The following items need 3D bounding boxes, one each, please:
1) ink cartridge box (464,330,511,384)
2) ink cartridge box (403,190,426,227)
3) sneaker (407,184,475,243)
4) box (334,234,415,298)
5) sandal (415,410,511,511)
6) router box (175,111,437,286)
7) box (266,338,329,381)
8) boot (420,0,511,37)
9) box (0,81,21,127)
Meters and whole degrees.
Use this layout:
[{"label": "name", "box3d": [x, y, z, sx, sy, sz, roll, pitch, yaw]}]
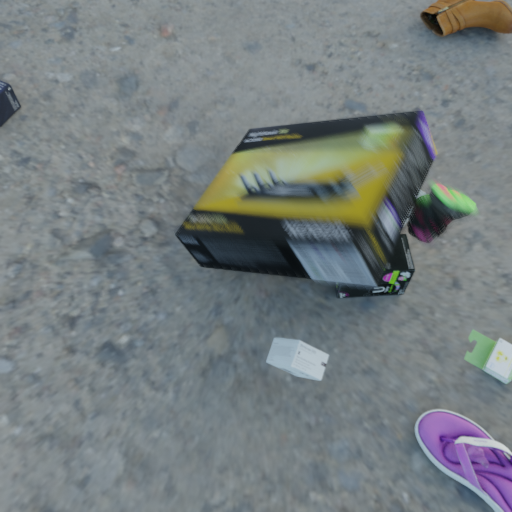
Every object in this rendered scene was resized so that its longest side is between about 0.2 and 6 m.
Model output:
[{"label": "ink cartridge box", "box3d": [4.004, 1.676, 9.538, 0.874, 0.210, 0.636, 31, 64, 16]}, {"label": "ink cartridge box", "box3d": [2.358, -0.926, 10.531, 1.091, 0.340, 1.356, 36, 79, 0]}, {"label": "sneaker", "box3d": [2.766, -0.575, 8.557, 0.721, 1.878, 0.787, 25, 88, 6]}, {"label": "box", "box3d": [2.049, 0.196, 10.002, 1.259, 0.935, 0.782, -3, 59, -2]}, {"label": "sandal", "box3d": [3.493, 3.152, 8.406, 2.344, 0.576, 0.954, 40, 66, 21]}, {"label": "router box", "box3d": [0.795, -1.039, 9.532, 3.678, 0.961, 2.892, 4, 52, 40]}, {"label": "box", "box3d": [0.625, 1.560, 8.503, 0.644, 0.647, 0.423, 29, 71, -29]}, {"label": "boot", "box3d": [5.215, -5.838, 13.782, 1.571, 0.776, 2.024, -31, 64, -17]}, {"label": "box", "box3d": [-6.100, -3.325, 12.274, 1.204, 0.742, 1.194, 23, 63, 14]}]
